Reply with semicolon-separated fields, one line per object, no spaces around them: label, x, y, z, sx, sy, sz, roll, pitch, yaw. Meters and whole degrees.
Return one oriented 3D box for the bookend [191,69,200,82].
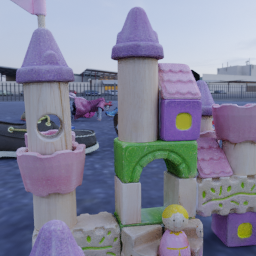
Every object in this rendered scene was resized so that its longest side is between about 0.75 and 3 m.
bookend;1.668;-1.162;11.204;2.084;2.070;0.960;3;-1;32

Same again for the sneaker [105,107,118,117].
sneaker;-0.765;-0.922;15.959;1.187;0.534;0.465;-4;8;-30

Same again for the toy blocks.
toy blocks;0.242;0.051;2.118;2.179;1.962;2.331;-1;7;-13

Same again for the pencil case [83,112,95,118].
pencil case;-2.344;-1.024;15.611;0.797;0.823;1.757;4;4;-26

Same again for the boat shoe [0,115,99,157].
boat shoe;-2.049;0.143;5.846;2.884;0.868;1.028;-2;7;-13

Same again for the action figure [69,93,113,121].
action figure;-1.791;-1.088;13.566;2.197;1.636;1.471;-18;7;-21

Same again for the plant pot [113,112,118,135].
plant pot;0.559;-0.245;7.310;1.735;1.621;1.621;-21;16;-26

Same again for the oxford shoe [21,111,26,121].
oxford shoe;-4.874;-0.610;13.543;0.472;0.501;1.340;-5;9;-36

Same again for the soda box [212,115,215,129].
soda box;2.691;-0.194;9.182;0.788;0.737;2.314;0;8;0

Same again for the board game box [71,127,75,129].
board game box;-2.323;0.061;9.414;0.789;0.172;0.793;1;7;15
